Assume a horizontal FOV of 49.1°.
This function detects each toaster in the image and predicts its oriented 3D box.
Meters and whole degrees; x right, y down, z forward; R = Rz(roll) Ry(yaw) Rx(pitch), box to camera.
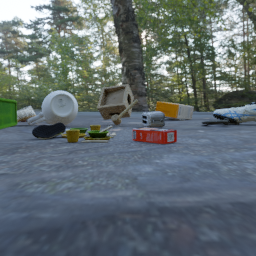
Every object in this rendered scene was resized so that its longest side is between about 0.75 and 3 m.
[{"bbox_3d":[1.020,-0.373,11.622,0.723,0.636,1.120,-3,11,-17],"label":"toaster"}]

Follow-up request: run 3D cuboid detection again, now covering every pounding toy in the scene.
[{"bbox_3d":[-0.322,-0.858,12.607,1.886,2.146,0.982,-5,-40,19],"label":"pounding toy"}]

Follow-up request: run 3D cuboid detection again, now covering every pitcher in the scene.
[{"bbox_3d":[-3.251,-0.653,11.999,2.056,1.453,2.397,-24,2,-22],"label":"pitcher"}]

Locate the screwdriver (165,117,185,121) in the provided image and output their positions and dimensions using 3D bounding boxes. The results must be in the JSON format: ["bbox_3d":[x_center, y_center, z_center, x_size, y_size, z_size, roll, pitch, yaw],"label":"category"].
[{"bbox_3d":[2.458,-0.620,17.958,0.434,0.416,2.980,-35,28,-24],"label":"screwdriver"}]

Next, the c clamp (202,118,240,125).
[{"bbox_3d":[4.099,-0.274,12.477,1.614,0.256,1.889,0,0,22],"label":"c clamp"}]

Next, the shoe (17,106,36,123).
[{"bbox_3d":[-4.974,-0.493,12.108,0.811,0.619,2.321,-3,12,28],"label":"shoe"}]

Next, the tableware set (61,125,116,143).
[{"bbox_3d":[-1.098,0.097,7.415,1.472,0.335,2.185,0,5,4],"label":"tableware set"}]

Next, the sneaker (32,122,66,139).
[{"bbox_3d":[-2.092,0.151,7.365,0.446,0.387,1.078,-36,-13,32],"label":"sneaker"}]

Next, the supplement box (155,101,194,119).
[{"bbox_3d":[3.050,-1.135,18.204,1.552,0.905,2.463,12,6,34],"label":"supplement box"}]

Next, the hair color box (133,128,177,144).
[{"bbox_3d":[0.614,0.171,6.593,0.498,0.301,0.982,-6,6,-44],"label":"hair color box"}]

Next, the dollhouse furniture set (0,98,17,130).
[{"bbox_3d":[-3.620,-0.223,5.580,2.515,1.257,0.971,1,4,2],"label":"dollhouse furniture set"}]

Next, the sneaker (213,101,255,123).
[{"bbox_3d":[5.473,-0.722,13.135,2.906,1.053,1.044,2,-6,6],"label":"sneaker"}]

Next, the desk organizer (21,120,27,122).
[{"bbox_3d":[-5.854,-0.486,15.835,0.290,0.270,0.753,-3,5,-11],"label":"desk organizer"}]
